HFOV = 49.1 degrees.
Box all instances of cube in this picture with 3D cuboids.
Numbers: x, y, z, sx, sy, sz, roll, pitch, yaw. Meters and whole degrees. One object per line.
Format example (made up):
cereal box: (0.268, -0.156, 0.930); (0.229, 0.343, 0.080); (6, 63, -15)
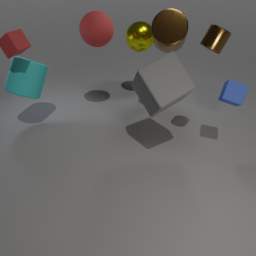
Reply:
cube: (3.643, -1.206, 9.707); (0.700, 0.700, 0.700); (20, 3, 6)
cube: (1.128, -1.407, 9.347); (1.400, 1.400, 1.400); (-30, -5, -12)
cube: (-4.099, -3.040, 10.097); (0.700, 0.700, 0.700); (-19, 18, 34)

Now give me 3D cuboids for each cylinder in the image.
cylinder: (1.666, -3.858, 11.266); (1.400, 1.400, 1.400); (4, 4, 7)
cylinder: (2.745, -2.790, 8.790); (0.700, 0.700, 0.700); (24, 20, -10)
cylinder: (-4.112, -2.045, 11.370); (1.400, 1.400, 1.400); (18, 9, -3)

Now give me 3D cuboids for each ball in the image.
ball: (0.586, -4.322, 13.292); (1.400, 1.400, 1.400); (0, 31, 0)
ball: (-1.273, -4.016, 11.394); (1.400, 1.400, 1.400); (0, 31, 0)
